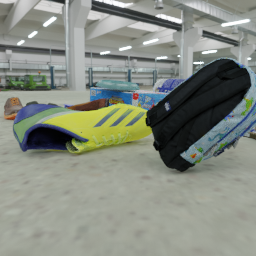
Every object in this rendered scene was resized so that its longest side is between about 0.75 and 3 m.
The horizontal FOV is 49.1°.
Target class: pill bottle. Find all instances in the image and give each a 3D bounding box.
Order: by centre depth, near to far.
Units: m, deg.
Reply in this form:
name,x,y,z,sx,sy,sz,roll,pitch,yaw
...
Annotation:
name,x,y,z,sx,sy,sz,roll,pitch,yaw
pill bottle,2.627,-1.635,13.740,2.548,1.525,1.525,9,13,41

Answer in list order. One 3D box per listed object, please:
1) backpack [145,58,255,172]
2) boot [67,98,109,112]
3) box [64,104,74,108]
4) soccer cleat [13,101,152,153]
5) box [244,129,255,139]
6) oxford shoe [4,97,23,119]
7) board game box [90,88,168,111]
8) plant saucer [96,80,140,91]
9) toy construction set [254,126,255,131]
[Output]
name,x,y,z,sx,sy,sz,roll,pitch,yaw
backpack,1.235,-0.270,4.299,1.290,1.678,1.369,17,34,-28
boot,-1.892,-0.681,10.108,2.344,0.802,2.206,-3,10,-14
box,-2.059,-0.832,12.097,1.432,0.297,0.853,0,7,-42
soccer cleat,-0.739,0.106,5.721,2.995,0.968,1.253,1,38,-20
box,3.394,0.133,7.029,1.021,0.166,0.619,-2,9,-20
oxford shoe,-4.406,-0.786,10.744,0.763,0.780,2.139,-6,11,-34
board game box,0.273,-1.260,12.570,2.883,0.823,2.944,-3,13,-39
plant saucer,-0.411,-1.805,11.681,1.844,0.253,1.844,6,14,-1
toy construction set,3.830,-0.199,5.924,1.433,1.555,1.865,9,16,-36
